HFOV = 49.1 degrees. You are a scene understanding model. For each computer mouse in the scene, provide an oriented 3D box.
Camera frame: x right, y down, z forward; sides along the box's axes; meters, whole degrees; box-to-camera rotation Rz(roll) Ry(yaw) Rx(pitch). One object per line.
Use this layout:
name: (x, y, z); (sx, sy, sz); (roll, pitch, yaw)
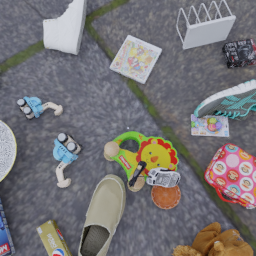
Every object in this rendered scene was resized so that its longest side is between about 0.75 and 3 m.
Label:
computer mouse: (0.841, 1.472, 8.556); (1.613, 0.354, 0.884); (12, 108, -24)

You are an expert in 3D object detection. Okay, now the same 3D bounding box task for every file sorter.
file sorter: (2.821, -3.898, 10.426); (1.732, 1.202, 1.078); (-14, 71, -4)

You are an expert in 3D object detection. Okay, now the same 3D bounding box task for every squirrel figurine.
squirrel figurine: (2.323, 3.673, 7.631); (2.274, 2.123, 1.610); (-20, 74, -6)

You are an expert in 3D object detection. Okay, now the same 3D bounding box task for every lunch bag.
lunch bag: (3.509, 1.619, 8.946); (1.935, 0.793, 1.705); (33, 76, 9)

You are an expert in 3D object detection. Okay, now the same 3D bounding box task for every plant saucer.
plant saucer: (1.231, 2.154, 9.128); (0.945, 0.153, 0.945); (0, 73, 1)

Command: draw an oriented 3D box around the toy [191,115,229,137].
toy: (2.876, -0.117, 9.731); (1.312, 0.310, 0.755); (2, 74, 1)

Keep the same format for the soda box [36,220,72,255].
soda box: (-2.162, 3.599, 8.491); (0.498, 0.527, 1.557); (-29, 75, -8)

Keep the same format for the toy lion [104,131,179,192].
toy lion: (0.534, 0.948, 9.279); (2.006, 0.719, 2.093); (-35, 75, -18)

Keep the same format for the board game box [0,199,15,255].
board game box: (-4.774, 3.600, 8.332); (2.697, 0.832, 2.696); (-21, 75, -7)

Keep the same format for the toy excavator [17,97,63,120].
toy excavator: (-3.077, -0.739, 9.826); (1.201, 0.600, 1.168); (-36, 77, -19)

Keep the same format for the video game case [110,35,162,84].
video game case: (0.305, -2.600, 10.544); (1.439, 0.181, 1.582); (25, 75, 8)

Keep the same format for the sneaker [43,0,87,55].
sneaker: (-2.431, -4.140, 10.604); (1.520, 0.969, 2.629); (9, 75, -1)

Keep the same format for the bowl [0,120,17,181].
bowl: (-4.575, 0.897, 8.997); (2.388, 1.121, 2.388); (0, 74, 1)

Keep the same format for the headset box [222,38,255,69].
headset box: (4.256, -2.786, 10.454); (1.194, 0.461, 0.889); (-10, 74, -4)

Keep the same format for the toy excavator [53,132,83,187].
toy excavator: (-2.102, 1.052, 9.263); (1.363, 0.700, 1.402); (42, 90, 13)

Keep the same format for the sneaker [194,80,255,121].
sneaker: (3.574, -0.733, 9.603); (2.599, 1.008, 1.186); (-21, 78, -5)

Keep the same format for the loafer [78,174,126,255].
loafer: (-0.753, 2.799, 8.497); (1.077, 0.972, 2.847); (13, 74, 4)
